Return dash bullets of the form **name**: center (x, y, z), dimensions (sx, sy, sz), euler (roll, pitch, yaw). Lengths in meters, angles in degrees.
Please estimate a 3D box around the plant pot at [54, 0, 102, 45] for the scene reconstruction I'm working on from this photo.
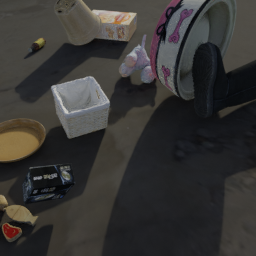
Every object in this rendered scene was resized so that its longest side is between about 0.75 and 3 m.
- **plant pot**: center (-2.063, -4.380, 11.064), dimensions (1.605, 1.469, 1.605), euler (-9, 65, 19)

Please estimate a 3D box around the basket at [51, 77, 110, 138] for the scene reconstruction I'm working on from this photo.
- **basket**: center (-1.204, -0.534, 7.187), dimensions (1.176, 0.945, 1.165), euler (-19, 53, -21)

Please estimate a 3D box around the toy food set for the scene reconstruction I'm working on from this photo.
- **toy food set**: center (-2.423, 1.708, 5.217), dimensions (1.296, 0.204, 0.824), euler (24, 45, 16)

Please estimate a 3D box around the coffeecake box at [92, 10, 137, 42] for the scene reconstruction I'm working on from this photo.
- **coffeecake box**: center (-0.778, -4.523, 12.290), dimensions (2.048, 0.748, 1.572), euler (9, 40, 10)

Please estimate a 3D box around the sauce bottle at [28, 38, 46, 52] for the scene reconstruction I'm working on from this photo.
- **sauce bottle**: center (-3.638, -3.299, 11.168), dimensions (0.305, 0.305, 0.923), euler (12, 40, 14)

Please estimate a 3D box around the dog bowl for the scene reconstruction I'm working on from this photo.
- **dog bowl**: center (1.776, -2.345, 7.837), dimensions (1.107, 3.002, 3.002), euler (30, 48, 29)

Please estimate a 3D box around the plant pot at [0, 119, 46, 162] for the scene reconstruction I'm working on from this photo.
- **plant pot**: center (-2.789, 0.316, 6.869), dimensions (1.542, 0.212, 1.542), euler (-1, 40, 1)

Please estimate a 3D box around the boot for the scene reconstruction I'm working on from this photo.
- **boot**: center (2.957, -1.513, 7.535), dimensions (2.469, 2.035, 0.810), euler (-18, 37, -17)

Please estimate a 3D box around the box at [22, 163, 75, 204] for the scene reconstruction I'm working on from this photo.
- **box**: center (-1.443, 1.009, 5.018), dimensions (0.731, 0.893, 0.384), euler (-2, 62, -32)

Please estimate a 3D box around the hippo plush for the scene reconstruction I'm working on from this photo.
- **hippo plush**: center (0.479, -2.008, 9.276), dimensions (1.158, 1.148, 1.441), euler (36, 59, -3)
